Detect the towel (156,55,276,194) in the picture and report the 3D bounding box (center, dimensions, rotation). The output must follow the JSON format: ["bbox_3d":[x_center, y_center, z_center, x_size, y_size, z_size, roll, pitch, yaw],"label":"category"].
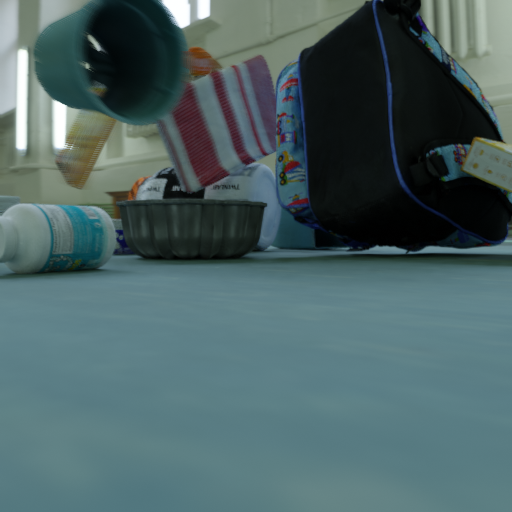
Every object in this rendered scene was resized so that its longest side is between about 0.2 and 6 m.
[{"bbox_3d":[-0.600,-2.587,10.946,2.657,1.914,0.302,-31,23,-26],"label":"towel"}]

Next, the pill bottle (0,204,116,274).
[{"bbox_3d":[-2.083,-0.172,5.627,0.689,0.689,1.243,2,3,34],"label":"pill bottle"}]

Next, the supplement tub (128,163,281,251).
[{"bbox_3d":[-1.161,-1.056,12.392,3.085,1.890,1.890,1,3,23],"label":"supplement tub"}]

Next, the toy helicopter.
[{"bbox_3d":[-1.543,-3.416,11.959,1.998,1.321,0.788,-34,30,3],"label":"toy helicopter"}]

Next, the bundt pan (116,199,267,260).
[{"bbox_3d":[-0.993,-0.395,8.727,2.341,0.879,2.341,1,2,0],"label":"bundt pan"}]

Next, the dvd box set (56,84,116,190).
[{"bbox_3d":[-3.582,-2.632,11.976,0.309,2.101,1.537,21,16,-38],"label":"dvd box set"}]

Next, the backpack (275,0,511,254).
[{"bbox_3d":[2.768,-1.873,10.291,4.355,3.976,2.930,17,-27,-42],"label":"backpack"}]

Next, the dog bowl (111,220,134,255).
[{"bbox_3d":[-2.617,-0.368,10.819,1.629,0.641,1.629,1,2,0],"label":"dog bowl"}]

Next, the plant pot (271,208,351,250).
[{"bbox_3d":[1.138,-0.744,13.444,1.299,1.298,1.838,-2,-3,-41],"label":"plant pot"}]

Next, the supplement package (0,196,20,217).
[{"bbox_3d":[-5.700,-0.611,11.005,1.554,1.106,1.995,-2,2,-37],"label":"supplement package"}]

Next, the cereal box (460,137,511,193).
[{"bbox_3d":[4.750,-0.820,7.892,2.186,0.600,3.038,-3,29,-43],"label":"cereal box"}]

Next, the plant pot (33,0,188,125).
[{"bbox_3d":[-2.399,-3.034,8.773,1.887,1.926,1.926,13,10,43],"label":"plant pot"}]
